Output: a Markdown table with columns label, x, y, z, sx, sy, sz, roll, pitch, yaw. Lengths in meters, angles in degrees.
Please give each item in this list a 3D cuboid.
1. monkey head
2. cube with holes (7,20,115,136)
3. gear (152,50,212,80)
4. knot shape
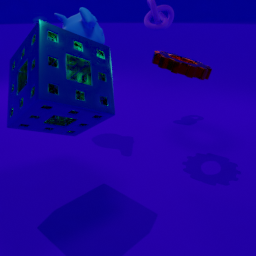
| label | x | y | z | sx | sy | sz | roll | pitch | yaw |
| --- | --- | --- | --- | --- | --- | --- | --- | --- | --- |
| monkey head | -1.345 | -2.707 | 7.850 | 1.129 | 1.874 | 1.348 | -32 | -5 | 3 |
| cube with holes | -1.209 | -0.743 | 4.967 | 1.345 | 1.345 | 1.345 | 10 | -23 | -39 |
| gear | 1.272 | -1.506 | 6.667 | 1.403 | 0.260 | 1.403 | 14 | 23 | -6 |
| knot shape | 1.106 | -3.826 | 9.598 | 1.173 | 1.254 | 0.579 | 0 | -12 | -38 |
